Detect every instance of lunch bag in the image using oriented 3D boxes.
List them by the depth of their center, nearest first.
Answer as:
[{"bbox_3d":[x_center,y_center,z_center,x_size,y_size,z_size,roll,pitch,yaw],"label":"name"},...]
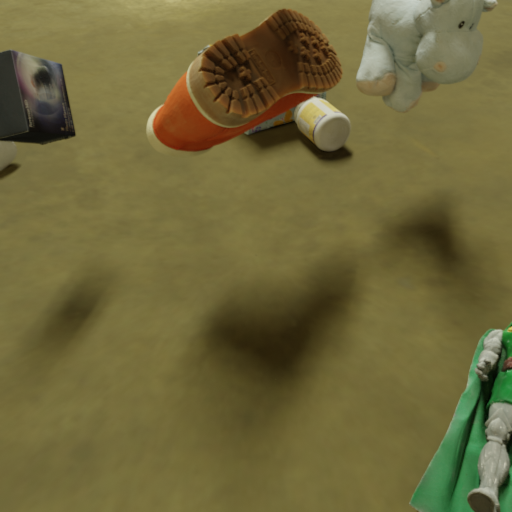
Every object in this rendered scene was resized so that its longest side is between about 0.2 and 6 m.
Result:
[{"bbox_3d":[0.140,-4.305,13.365,2.270,1.702,2.677,-22,54,-22],"label":"lunch bag"}]

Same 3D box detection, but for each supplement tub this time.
[{"bbox_3d":[1.419,-2.905,12.238,0.873,0.873,1.201,-15,41,-18],"label":"supplement tub"}]

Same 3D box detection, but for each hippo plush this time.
[{"bbox_3d":[2.832,-3.545,8.810,1.929,2.422,1.947,-8,12,-32],"label":"hippo plush"}]

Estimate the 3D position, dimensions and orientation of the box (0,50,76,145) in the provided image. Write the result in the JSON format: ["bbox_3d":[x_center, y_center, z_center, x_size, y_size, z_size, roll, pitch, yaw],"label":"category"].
[{"bbox_3d":[-3.128,-2.129,7.687,0.659,1.069,1.060,-8,6,19],"label":"box"}]

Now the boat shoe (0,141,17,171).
[{"bbox_3d":[-5.806,-1.889,11.191,1.945,0.698,0.659,-36,52,-27],"label":"boat shoe"}]

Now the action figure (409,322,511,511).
[{"bbox_3d":[3.173,1.692,6.608,2.011,0.931,3.404,13,37,20],"label":"action figure"}]

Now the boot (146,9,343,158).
[{"bbox_3d":[-0.112,-2.335,7.753,1.742,1.219,3.249,-27,6,47],"label":"boot"}]
